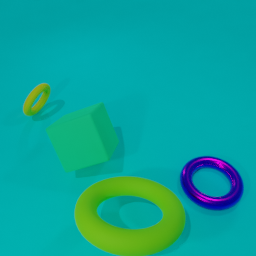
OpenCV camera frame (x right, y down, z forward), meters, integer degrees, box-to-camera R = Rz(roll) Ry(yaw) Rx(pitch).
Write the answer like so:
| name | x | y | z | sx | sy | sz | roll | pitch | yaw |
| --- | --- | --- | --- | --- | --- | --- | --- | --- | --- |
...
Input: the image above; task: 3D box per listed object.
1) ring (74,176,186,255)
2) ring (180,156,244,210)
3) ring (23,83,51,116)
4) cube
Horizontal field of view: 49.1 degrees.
| name | x | y | z | sx | sy | sz | roll | pitch | yaw |
| --- | --- | --- | --- | --- | --- | --- | --- | --- | --- |
| ring | 0.039 | 1.486 | 5.061 | 1.980 | 0.396 | 1.980 | 3 | 21 | -1 |
| ring | 1.992 | 1.272 | 6.697 | 1.493 | 0.299 | 1.493 | 0 | 44 | 0 |
| ring | -2.662 | -0.828 | 8.227 | 0.222 | 1.108 | 1.108 | 34 | 50 | 2 |
| cube | -1.030 | 0.197 | 6.704 | 1.148 | 1.148 | 1.148 | -17 | 15 | 15 |
